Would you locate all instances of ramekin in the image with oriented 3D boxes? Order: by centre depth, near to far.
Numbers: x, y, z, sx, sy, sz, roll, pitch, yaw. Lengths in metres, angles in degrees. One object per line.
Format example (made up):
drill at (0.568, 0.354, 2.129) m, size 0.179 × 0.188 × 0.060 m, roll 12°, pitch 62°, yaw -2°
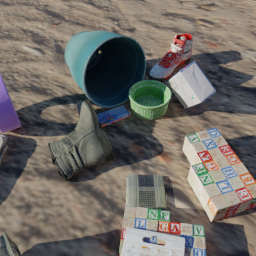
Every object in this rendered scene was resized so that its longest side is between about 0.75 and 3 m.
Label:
ramekin at (0.814, -1.049, 10.691) m, size 1.578 × 0.771 × 1.578 m, roll 0°, pitch 48°, yaw 0°

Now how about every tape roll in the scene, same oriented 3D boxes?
tape roll at (-4.397, -0.917, 9.673) m, size 0.688 × 2.097 × 2.097 m, roll -22°, pitch 51°, yaw -20°

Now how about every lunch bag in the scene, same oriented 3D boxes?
lunch bag at (-2.952, 3.821, 5.968) m, size 1.855 × 1.330 × 2.261 m, roll -28°, pitch 59°, yaw -23°

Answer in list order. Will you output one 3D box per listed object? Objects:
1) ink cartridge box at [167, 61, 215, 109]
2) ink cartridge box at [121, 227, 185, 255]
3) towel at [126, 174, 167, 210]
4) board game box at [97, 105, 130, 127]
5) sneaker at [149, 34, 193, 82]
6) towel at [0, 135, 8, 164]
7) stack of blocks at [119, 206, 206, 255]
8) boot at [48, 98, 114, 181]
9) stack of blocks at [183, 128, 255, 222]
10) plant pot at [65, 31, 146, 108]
ink cartridge box at (2.215, -1.502, 10.349) m, size 0.734 × 1.924 × 1.313 m, roll -35°, pitch 92°, yaw -11°
ink cartridge box at (0.515, 3.479, 6.633) m, size 1.518 × 0.448 × 1.896 m, roll 8°, pitch 58°, yaw 8°
towel at (0.531, 1.946, 8.428) m, size 1.175 × 0.211 × 1.220 m, roll 2°, pitch 46°, yaw -2°
board game box at (-0.571, -0.469, 10.611) m, size 1.194 × 0.116 × 0.615 m, roll -21°, pitch 51°, yaw -18°
sneaker at (1.873, -3.160, 12.161) m, size 2.630 × 1.409 × 0.878 m, roll -36°, pitch 57°, yaw -28°
towel at (-5.161, 1.220, 8.878) m, size 1.825 × 0.475 × 2.755 m, roll 8°, pitch 49°, yaw 10°
stack of blocks at (0.887, 2.832, 7.300) m, size 2.096 × 0.614 × 1.207 m, roll 5°, pitch 48°, yaw 5°
boot at (-1.824, 0.248, 9.452) m, size 1.940 × 1.005 × 2.969 m, roll -21°, pitch 50°, yaw -11°
stack of blocks at (2.621, 1.315, 8.563) m, size 1.505 × 0.765 × 2.614 m, roll -14°, pitch 49°, yaw -12°
plant pot at (-1.147, -2.556, 10.960) m, size 2.717 × 2.717 × 2.553 m, roll -29°, pitch 44°, yaw -24°
